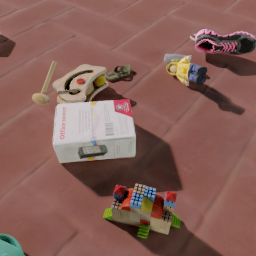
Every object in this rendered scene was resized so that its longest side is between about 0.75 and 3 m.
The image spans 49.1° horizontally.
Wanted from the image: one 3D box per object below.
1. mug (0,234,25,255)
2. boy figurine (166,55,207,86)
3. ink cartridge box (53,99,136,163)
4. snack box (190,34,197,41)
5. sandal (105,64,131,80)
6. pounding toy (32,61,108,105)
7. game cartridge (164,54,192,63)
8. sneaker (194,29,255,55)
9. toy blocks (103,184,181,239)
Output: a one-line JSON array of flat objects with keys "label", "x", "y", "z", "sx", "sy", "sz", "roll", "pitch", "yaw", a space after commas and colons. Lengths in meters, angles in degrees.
[{"label": "mug", "x": -2.839, "y": 3.115, "z": 5.694, "sx": 1.429, "sy": 1.899, "sz": 2.312, "roll": 23, "pitch": 46, "yaw": 1}, {"label": "boy figurine", "x": 2.310, "y": -2.346, "z": 11.263, "sx": 0.614, "sy": 1.185, "sz": 1.907, "roll": -11, "pitch": 28, "yaw": -32}, {"label": "ink cartridge box", "x": -1.050, "y": 0.066, "z": 9.077, "sx": 2.456, "sy": 1.051, "sz": 1.813, "roll": -5, "pitch": 47, "yaw": -2}, {"label": "snack box", "x": 3.514, "y": -4.303, "z": 13.733, "sx": 0.365, "sy": 0.124, "sz": 1.016, "roll": -24, "pitch": 52, "yaw": -21}, {"label": "sandal", "x": -0.394, "y": -2.394, "z": 11.811, "sx": 1.281, "sy": 0.366, "sz": 0.509, "roll": -29, "pitch": 54, "yaw": -24}, {"label": "pounding toy", "x": -1.886, "y": -1.554, "z": 10.161, "sx": 1.642, "sy": 1.648, "sz": 2.873, "roll": 28, "pitch": 53, "yaw": 29}, {"label": "game cartridge", "x": 2.146, "y": -2.984, "z": 12.111, "sx": 1.133, "sy": 0.756, "sz": 0.229, "roll": 6, "pitch": 85, "yaw": 4}, {"label": "sneaker", "x": 4.200, "y": -3.619, "z": 12.352, "sx": 2.711, "sy": 1.071, "sz": 1.293, "roll": 11, "pitch": 40, "yaw": 24}, {"label": "toy blocks", "x": 0.372, "y": 1.982, "z": 7.085, "sx": 2.032, "sy": 1.389, "sz": 1.015, "roll": 11, "pitch": 48, "yaw": 10}]
